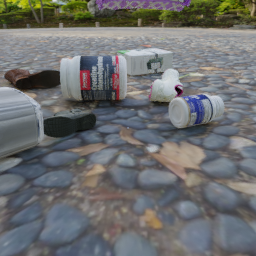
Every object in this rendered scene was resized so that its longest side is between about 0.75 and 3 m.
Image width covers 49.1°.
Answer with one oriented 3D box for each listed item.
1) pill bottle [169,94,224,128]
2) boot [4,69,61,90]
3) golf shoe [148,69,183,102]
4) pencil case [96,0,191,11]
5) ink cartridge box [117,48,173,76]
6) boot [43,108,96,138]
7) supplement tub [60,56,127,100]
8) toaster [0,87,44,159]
[{"bbox_3d":[2.126,-0.556,8.597,1.541,0.922,0.922,-10,26,-24],"label":"pill bottle"},{"bbox_3d":[-4.411,-2.415,13.102,2.303,0.794,2.471,-12,22,-29],"label":"boot"},{"bbox_3d":[1.728,-1.633,11.212,1.168,0.961,2.552,19,37,18],"label":"golf shoe"},{"bbox_3d":[0.400,-3.658,7.540,2.561,1.075,1.095,-3,59,-7],"label":"pencil case"},{"bbox_3d":[0.922,-3.701,15.463,2.556,1.074,1.866,-11,26,-24],"label":"ink cartridge box"},{"bbox_3d":[-1.940,-0.201,8.373,1.790,0.606,1.169,-11,20,-39],"label":"boot"},{"bbox_3d":[-1.255,-1.894,10.644,2.370,1.663,1.663,-1,24,-4],"label":"supplement tub"},{"bbox_3d":[-3.301,-0.161,7.021,1.704,1.499,2.638,-19,30,-40],"label":"toaster"}]
